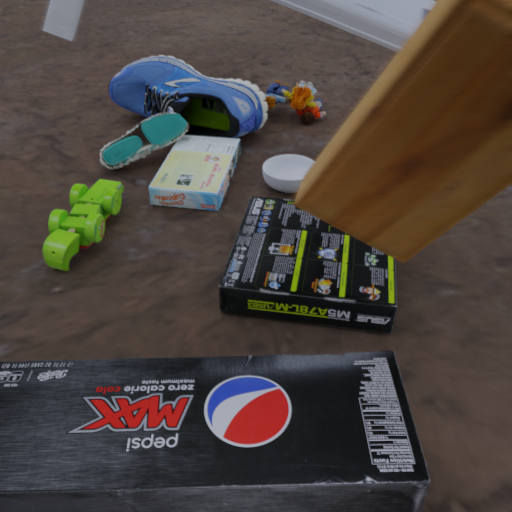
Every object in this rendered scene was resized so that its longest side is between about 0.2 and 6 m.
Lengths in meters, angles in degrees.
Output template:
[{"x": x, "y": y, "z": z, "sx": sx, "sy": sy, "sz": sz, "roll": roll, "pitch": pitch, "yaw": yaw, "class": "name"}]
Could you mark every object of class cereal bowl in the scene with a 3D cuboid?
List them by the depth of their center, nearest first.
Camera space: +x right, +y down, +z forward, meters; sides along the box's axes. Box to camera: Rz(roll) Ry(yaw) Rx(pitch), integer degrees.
[{"x": 0.631, "y": -1.479, "z": 10.448, "sx": 1.035, "sy": 0.431, "sz": 1.035, "roll": 1, "pitch": 38, "yaw": 0, "class": "cereal bowl"}]

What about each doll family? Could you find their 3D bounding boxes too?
[{"x": 0.630, "y": -3.635, "z": 12.868, "sx": 2.001, "sy": 0.902, "sz": 1.242, "roll": 10, "pitch": 39, "yaw": 12, "class": "doll family"}]

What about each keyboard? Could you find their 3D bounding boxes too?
[{"x": 2.106, "y": -2.494, "z": 6.320, "sx": 5.130, "sy": 0.273, "sz": 1.444, "roll": 22, "pitch": 44, "yaw": -2, "class": "keyboard"}]

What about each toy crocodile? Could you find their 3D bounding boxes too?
[{"x": -2.765, "y": -0.614, "z": 9.200, "sx": 0.779, "sy": 0.712, "sz": 2.307, "roll": 6, "pitch": 34, "yaw": 3, "class": "toy crocodile"}]

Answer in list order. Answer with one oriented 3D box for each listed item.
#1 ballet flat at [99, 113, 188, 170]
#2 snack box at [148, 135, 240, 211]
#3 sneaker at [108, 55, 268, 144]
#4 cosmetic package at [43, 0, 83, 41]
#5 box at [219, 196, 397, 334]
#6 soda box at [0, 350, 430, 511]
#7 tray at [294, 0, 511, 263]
[{"x": -2.251, "y": -2.287, "z": 11.119, "sx": 1.872, "sy": 0.672, "sz": 0.672, "roll": -28, "pitch": 43, "yaw": -11, "class": "ballet flat"}, {"x": -1.105, "y": -1.639, "z": 10.673, "sx": 1.265, "sy": 0.404, "sz": 2.178, "roll": 6, "pitch": 38, "yaw": 7, "class": "snack box"}, {"x": -1.676, "y": -3.319, "z": 11.986, "sx": 3.654, "sy": 1.435, "sz": 1.629, "roll": 15, "pitch": 34, "yaw": 19, "class": "sneaker"}, {"x": -2.735, "y": -3.461, "z": 7.962, "sx": 0.412, "sy": 0.670, "sz": 0.668, "roll": 13, "pitch": 18, "yaw": -24, "class": "cosmetic package"}, {"x": 0.860, "y": 0.009, "z": 8.408, "sx": 2.395, "sy": 0.589, "sz": 2.480, "roll": 7, "pitch": 37, "yaw": 6, "class": "box"}, {"x": -0.840, "y": 1.910, "z": 5.100, "sx": 4.378, "sy": 1.549, "sz": 1.386, "roll": -1, "pitch": 36, "yaw": 0, "class": "soda box"}, {"x": 1.490, "y": -0.952, "z": 4.735, "sx": 1.336, "sy": 2.709, "sz": 0.502, "roll": 27, "pitch": 56, "yaw": -8, "class": "tray"}]
